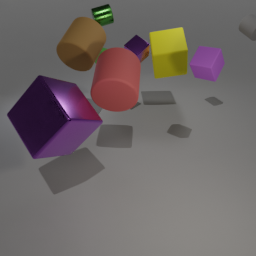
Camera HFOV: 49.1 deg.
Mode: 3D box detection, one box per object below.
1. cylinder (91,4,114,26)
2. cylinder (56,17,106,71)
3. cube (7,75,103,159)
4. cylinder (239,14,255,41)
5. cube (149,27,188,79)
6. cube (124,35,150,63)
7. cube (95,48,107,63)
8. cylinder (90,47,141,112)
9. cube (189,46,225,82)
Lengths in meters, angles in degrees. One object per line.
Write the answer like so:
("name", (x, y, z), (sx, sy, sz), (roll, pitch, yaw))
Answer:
("cylinder", (-0.965, -4.232, 10.578), (0.700, 0.700, 0.700), (-18, 34, -5))
("cylinder", (-1.677, -3.043, 10.221), (1.400, 1.400, 1.400), (12, 59, 18))
("cube", (-1.785, -0.240, 6.956), (1.400, 1.400, 1.400), (53, 21, 17))
("cylinder", (4.543, -3.661, 10.200), (0.700, 0.700, 0.700), (-15, 52, -23))
("cube", (1.700, -3.129, 11.787), (1.400, 1.400, 1.400), (-7, 58, 6))
("cube", (0.338, -2.980, 10.759), (0.700, 0.700, 0.700), (41, 74, 16))
("cube", (-1.204, -3.455, 13.744), (0.700, 0.700, 0.700), (3, 46, -43))
("cylinder", (-0.344, -1.451, 8.487), (1.400, 1.400, 1.400), (2, 54, 4))
("cube", (2.358, -1.910, 8.325), (0.700, 0.700, 0.700), (20, 75, 35))
